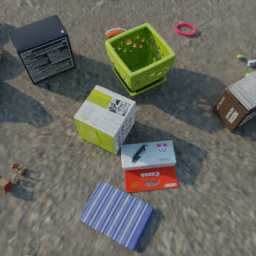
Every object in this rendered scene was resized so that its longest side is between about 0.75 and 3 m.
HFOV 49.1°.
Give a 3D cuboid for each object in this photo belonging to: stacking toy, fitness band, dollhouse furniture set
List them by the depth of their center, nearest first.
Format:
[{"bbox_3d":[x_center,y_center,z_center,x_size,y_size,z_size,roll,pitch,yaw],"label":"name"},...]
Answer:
[{"bbox_3d":[-3.439,1.422,8.192,0.465,0.351,0.863,29,50,14],"label":"dollhouse furniture set"},{"bbox_3d":[4.656,-2.367,10.067,1.245,0.293,0.939,-12,64,-5],"label":"stacking toy"},{"bbox_3d":[2.228,-3.835,10.892,0.798,0.149,0.573,22,68,12],"label":"fitness band"}]

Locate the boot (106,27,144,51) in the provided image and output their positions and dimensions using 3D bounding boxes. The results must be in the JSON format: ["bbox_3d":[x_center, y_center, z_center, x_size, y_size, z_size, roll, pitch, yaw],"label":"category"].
[{"bbox_3d":[-0.127,-3.199,10.357,1.512,0.567,0.810,11,69,4],"label":"boot"}]

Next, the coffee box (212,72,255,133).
[{"bbox_3d":[4.084,-1.073,8.790,2.494,1.426,0.994,-29,68,-13],"label":"coffee box"}]

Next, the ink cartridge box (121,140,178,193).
[{"bbox_3d":[0.631,1.117,8.293,1.591,0.347,1.381,-5,62,-3],"label":"ink cartridge box"}]

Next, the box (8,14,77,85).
[{"bbox_3d":[-2.799,-2.608,9.401,1.698,1.684,1.046,-25,66,-13],"label":"box"}]

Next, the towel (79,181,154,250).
[{"bbox_3d":[-0.303,2.387,7.768,1.748,0.208,1.266,25,68,14],"label":"towel"}]

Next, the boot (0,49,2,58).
[{"bbox_3d":[-5.314,-3.308,10.339,2.173,0.719,1.903,40,83,19],"label":"boot"}]

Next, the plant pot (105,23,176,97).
[{"bbox_3d":[0.370,-2.126,9.250,1.677,1.530,1.686,-28,67,-12],"label":"plant pot"}]

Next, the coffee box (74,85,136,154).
[{"bbox_3d":[-0.654,-0.220,8.402,1.321,1.319,1.307,25,66,12],"label":"coffee box"}]
